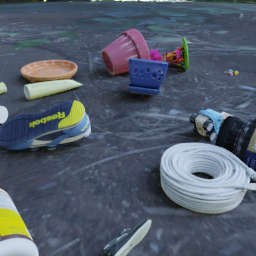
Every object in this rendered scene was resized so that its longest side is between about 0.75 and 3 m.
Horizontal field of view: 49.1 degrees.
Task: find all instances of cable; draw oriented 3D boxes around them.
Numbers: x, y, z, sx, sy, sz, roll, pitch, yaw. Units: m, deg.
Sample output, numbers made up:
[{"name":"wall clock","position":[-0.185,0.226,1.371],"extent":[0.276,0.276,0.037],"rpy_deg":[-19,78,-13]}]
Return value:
[{"name":"cable","position":[1.837,1.137,6.893],"extent":[2.108,0.730,2.109],"rpy_deg":[-7,30,-8]}]

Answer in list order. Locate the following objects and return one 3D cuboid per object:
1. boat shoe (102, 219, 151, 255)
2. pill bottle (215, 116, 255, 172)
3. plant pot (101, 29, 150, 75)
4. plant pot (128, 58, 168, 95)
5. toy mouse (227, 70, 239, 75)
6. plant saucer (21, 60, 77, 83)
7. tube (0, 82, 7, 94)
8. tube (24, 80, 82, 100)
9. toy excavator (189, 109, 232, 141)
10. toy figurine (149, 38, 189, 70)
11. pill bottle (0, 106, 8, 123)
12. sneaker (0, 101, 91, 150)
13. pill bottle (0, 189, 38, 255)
[{"name":"boat shoe","position":[0.018,2.119,5.495],"extent":[0.394,0.418,1.165],"rpy_deg":[30,43,34]},{"name":"pill bottle","position":[3.661,0.560,7.185],"extent":[2.546,1.424,1.424],"rpy_deg":[21,36,33]},{"name":"plant pot","position":[-0.210,-3.644,14.062],"extent":[1.869,2.088,2.088],"rpy_deg":[-29,38,-15]},{"name":"plant pot","position":[0.719,-2.115,11.535],"extent":[1.509,1.357,1.509],"rpy_deg":[7,14,-3]},{"name":"toy mouse","position":[5.261,-2.857,14.320],"extent":[0.676,0.147,0.760],"rpy_deg":[19,35,29]},{"name":"plant saucer","position":[-3.838,-2.754,13.801],"extent":[2.684,0.502,2.684],"rpy_deg":[0,29,0]},{"name":"tube","position":[-5.943,-1.423,11.624],"extent":[1.725,0.448,0.500],"rpy_deg":[-30,3,-33]},{"name":"tube","position":[-3.202,-1.746,12.063],"extent":[2.402,0.624,0.697],"rpy_deg":[-21,75,-37]},{"name":"toy excavator","position":[2.857,-0.241,9.134],"extent":[1.445,1.405,0.722],"rpy_deg":[-43,44,-12]},{"name":"toy figurine","position":[2.056,-3.763,14.897],"extent":[2.023,1.650,2.198],"rpy_deg":[-7,8,7]},{"name":"pill bottle","position":[-4.913,-0.528,9.760],"extent":[1.249,0.708,0.708],"rpy_deg":[8,31,13]},{"name":"sneaker","position":[-2.482,0.149,8.388],"extent":[2.958,1.217,1.094],"rpy_deg":[-12,59,12]},{"name":"pill bottle","position":[-2.574,1.885,5.137],"extent":[1.178,1.178,2.157],"rpy_deg":[-21,36,-31]}]
